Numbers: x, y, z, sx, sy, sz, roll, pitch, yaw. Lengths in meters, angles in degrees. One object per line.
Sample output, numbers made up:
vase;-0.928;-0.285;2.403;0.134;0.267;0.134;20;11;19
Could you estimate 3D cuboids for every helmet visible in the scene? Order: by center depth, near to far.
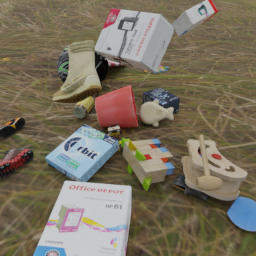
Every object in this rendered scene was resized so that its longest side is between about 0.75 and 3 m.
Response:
helmet;-2.250;-2.916;13.286;2.178;2.285;2.285;29;41;10

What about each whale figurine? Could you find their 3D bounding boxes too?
whale figurine;1.093;-0.561;10.951;1.345;1.070;0.698;0;-5;-5

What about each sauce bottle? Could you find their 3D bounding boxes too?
sauce bottle;-1.715;-1.090;11.872;0.606;0.606;1.872;9;34;12

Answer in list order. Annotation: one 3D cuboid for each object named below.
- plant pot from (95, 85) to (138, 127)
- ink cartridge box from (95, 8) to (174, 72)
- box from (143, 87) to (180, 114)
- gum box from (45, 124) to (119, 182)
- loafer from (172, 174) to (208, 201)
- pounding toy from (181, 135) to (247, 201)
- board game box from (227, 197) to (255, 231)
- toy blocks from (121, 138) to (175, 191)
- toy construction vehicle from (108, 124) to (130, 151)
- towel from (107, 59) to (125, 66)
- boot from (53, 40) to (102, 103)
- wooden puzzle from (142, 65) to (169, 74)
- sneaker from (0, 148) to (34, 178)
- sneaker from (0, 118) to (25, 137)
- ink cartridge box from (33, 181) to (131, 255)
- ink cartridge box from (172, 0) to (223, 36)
plant pot;-0.429;-0.715;10.610;1.413;1.596;1.596;-9;35;5
ink cartridge box;0.201;-3.666;11.590;2.772;2.013;1.156;25;3;38
box;1.367;-1.083;11.752;0.957;0.690;1.289;-22;40;-28
gum box;-1.447;0.793;9.047;1.553;0.407;1.827;24;51;31
loafer;1.754;1.775;7.980;0.401;0.404;1.109;-38;42;-22
pounding toy;2.467;0.929;7.768;1.504;1.509;2.631;12;24;-1
board game box;3.097;2.297;7.355;0.803;0.198;1.017;31;48;28
toy blocks;0.754;0.990;8.735;1.344;0.982;1.966;-4;34;-26
toy construction vehicle;-0.544;0.429;9.851;1.197;0.422;1.042;-14;47;-2
towel;-1.202;-3.533;15.098;1.636;0.258;2.272;15;20;22
boot;-1.118;-1.114;5.777;0.500;1.068;1.374;-1;-9;-45
wooden puzzle;1.557;-3.235;15.352;1.510;0.106;0.896;-18;39;-23
sneaker;-3.733;1.058;8.841;0.706;0.510;1.444;22;38;27
sneaker;-4.472;-0.010;10.547;0.535;0.416;1.189;4;32;39
ink cartridge box;-0.916;2.443;6.377;1.774;1.039;2.455;4;34;6
ink cartridge box;1.827;-2.944;7.368;1.191;0.401;0.692;-34;5;-22
